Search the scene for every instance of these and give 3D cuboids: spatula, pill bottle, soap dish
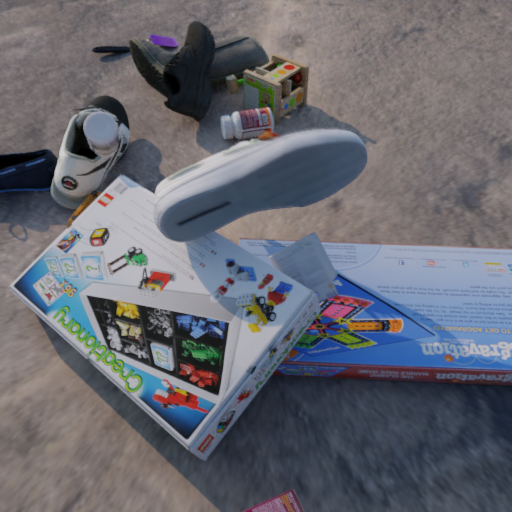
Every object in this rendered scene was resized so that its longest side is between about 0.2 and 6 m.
[{"bbox_3d":[-3.247,-5.648,15.040,2.295,0.236,0.649,-15,47,-14],"label":"spatula"},{"bbox_3d":[-2.659,-2.071,9.712,0.548,0.963,0.548,1,83,-10],"label":"pill bottle"},{"bbox_3d":[-0.198,-2.855,12.154,1.079,0.591,0.591,-10,47,-9],"label":"pill bottle"},{"bbox_3d":[-2.612,-0.619,10.063,1.341,0.545,1.055,15,48,12],"label":"soap dish"}]

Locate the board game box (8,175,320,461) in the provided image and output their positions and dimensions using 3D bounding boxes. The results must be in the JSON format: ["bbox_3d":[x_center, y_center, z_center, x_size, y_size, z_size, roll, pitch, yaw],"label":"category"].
[{"bbox_3d":[-1.448,0.633,8.222,4.066,0.704,2.567,32,72,28],"label":"board game box"}]

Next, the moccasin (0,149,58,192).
[{"bbox_3d":[-5.079,-1.791,10.957,2.496,0.851,1.004,-7,47,-7],"label":"moccasin"}]

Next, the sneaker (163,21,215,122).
[{"bbox_3d":[-1.535,-4.230,12.503,1.074,0.899,2.367,8,73,-26],"label":"sneaker"}]

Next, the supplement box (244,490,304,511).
[{"bbox_3d":[0.182,3.122,6.576,0.720,0.472,0.372,-18,51,-16],"label":"supplement box"}]

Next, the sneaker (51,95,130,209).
[{"bbox_3d":[-3.108,-2.436,11.073,1.159,1.384,3.128,15,47,-13],"label":"sneaker"}]

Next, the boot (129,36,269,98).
[{"bbox_3d":[-1.424,-4.966,13.882,2.735,0.992,2.486,-35,70,-20],"label":"boot"}]

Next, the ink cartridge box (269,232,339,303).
[{"bbox_3d":[0.721,0.255,8.174,0.205,0.930,0.947,-24,86,-44],"label":"ink cartridge box"}]

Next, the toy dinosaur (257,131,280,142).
[{"bbox_3d":[-0.266,-1.579,9.063,1.465,0.847,1.614,-43,46,15],"label":"toy dinosaur"}]

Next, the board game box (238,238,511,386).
[{"bbox_3d":[1.991,0.801,8.767,4.727,0.460,2.433,2,47,2],"label":"board game box"}]

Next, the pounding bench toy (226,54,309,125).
[{"bbox_3d":[0.265,-3.983,12.939,1.606,0.997,1.252,30,54,26],"label":"pounding bench toy"}]

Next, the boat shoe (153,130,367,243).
[{"bbox_3d":[-0.035,-1.254,8.085,3.155,1.161,1.054,-17,46,-4],"label":"boat shoe"}]
